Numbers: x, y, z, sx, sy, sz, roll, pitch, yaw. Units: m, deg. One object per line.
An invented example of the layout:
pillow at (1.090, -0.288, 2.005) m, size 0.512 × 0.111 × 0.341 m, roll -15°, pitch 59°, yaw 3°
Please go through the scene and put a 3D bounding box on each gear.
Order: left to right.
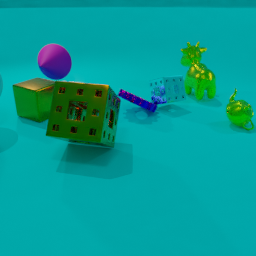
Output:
gear at (0.270, -0.776, 7.883) m, size 1.152 × 0.213 × 1.152 m, roll 24°, pitch 8°, yaw -3°

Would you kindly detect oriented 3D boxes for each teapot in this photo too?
teapot at (2.866, -0.452, 7.135) m, size 0.722 × 0.569 × 1.162 m, roll -3°, pitch 63°, yaw -38°

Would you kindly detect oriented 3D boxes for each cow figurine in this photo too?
cow figurine at (2.286, -1.900, 9.129) m, size 0.944 × 1.693 × 1.720 m, roll -6°, pitch 22°, yaw -12°

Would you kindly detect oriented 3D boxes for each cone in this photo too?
cone at (-2.668, -2.139, 9.361) m, size 1.254 × 1.254 × 1.259 m, roll 3°, pitch 19°, yaw 6°

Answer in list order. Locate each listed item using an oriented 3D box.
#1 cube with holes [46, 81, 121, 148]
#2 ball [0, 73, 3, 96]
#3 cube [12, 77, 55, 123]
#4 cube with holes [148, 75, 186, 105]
cube with holes at (-0.866, -0.244, 5.832) m, size 1.103 × 1.103 × 1.103 m, roll 6°, pitch -8°, yaw 12°
ball at (-3.635, -1.037, 6.458) m, size 1.373 × 1.373 × 1.373 m, roll 0°, pitch 25°, yaw 0°
cube at (-2.469, -0.799, 7.735) m, size 0.907 × 0.907 × 0.907 m, roll 15°, pitch 29°, yaw 27°
cube with holes at (1.143, -1.094, 8.201) m, size 0.731 × 0.731 × 0.731 m, roll -11°, pitch 5°, yaw -31°
